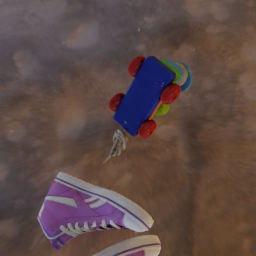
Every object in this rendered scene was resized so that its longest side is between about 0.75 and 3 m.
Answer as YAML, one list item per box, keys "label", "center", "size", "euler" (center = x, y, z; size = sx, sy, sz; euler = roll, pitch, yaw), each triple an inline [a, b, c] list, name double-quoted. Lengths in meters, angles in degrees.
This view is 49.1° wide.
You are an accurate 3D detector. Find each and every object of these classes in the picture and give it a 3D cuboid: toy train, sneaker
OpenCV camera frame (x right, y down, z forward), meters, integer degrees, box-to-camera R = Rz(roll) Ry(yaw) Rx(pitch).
- label: "toy train"
  center: [0.385, -0.367, 6.428]
  size: [1.130, 2.670, 1.545]
  euler: [43, 34, 18]
- label: "sneaker"
  center: [-0.740, 1.850, 5.461]
  size: [2.407, 0.872, 1.372]
  euler: [10, 60, 33]
- label: "sneaker"
  center: [-0.358, 2.978, 4.889]
  size: [2.585, 0.937, 1.474]
  euler: [-20, 58, -18]
